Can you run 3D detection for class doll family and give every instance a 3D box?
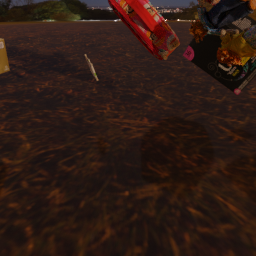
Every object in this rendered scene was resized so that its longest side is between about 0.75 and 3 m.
[{"bbox_3d":[2.076,-2.114,5.788,1.090,2.419,1.501,-52,15,-20],"label":"doll family"}]

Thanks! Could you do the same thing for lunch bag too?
[{"bbox_3d":[0.589,-3.632,9.560,1.160,2.831,2.494,-41,9,13],"label":"lunch bag"}]

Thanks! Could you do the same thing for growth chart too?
[{"bbox_3d":[-1.203,-1.982,9.016,0.084,0.685,0.947,-24,37,-6],"label":"growth chart"}]

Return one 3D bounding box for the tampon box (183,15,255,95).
[{"bbox_3d":[2.874,-2.254,7.848,1.979,1.483,1.249,37,51,8],"label":"tampon box"}]

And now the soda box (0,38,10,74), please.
[{"bbox_3d":[-4.500,-1.546,6.964,0.996,0.941,2.939,16,33,22],"label":"soda box"}]

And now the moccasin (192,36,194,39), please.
[{"bbox_3d":[2.648,-3.387,10.153,0.497,0.524,1.358,16,56,-7],"label":"moccasin"}]
